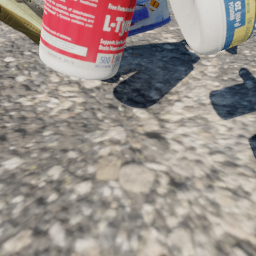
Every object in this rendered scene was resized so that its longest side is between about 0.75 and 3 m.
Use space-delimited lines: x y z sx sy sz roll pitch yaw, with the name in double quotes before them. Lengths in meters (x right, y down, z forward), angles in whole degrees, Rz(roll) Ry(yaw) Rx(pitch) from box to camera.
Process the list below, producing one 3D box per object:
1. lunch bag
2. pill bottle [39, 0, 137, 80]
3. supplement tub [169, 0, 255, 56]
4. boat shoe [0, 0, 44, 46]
"lunch bag" -0.132 -2.976 7.679 2.520 0.952 2.019 -15 28 9
"pill bottle" -0.588 -2.341 4.770 1.533 2.730 1.533 13 30 -8
"supplement tub" 1.242 -1.489 2.612 1.599 1.157 1.157 -22 39 5
"boat shoe" -1.950 -2.379 6.304 0.889 2.489 0.818 8 73 51
